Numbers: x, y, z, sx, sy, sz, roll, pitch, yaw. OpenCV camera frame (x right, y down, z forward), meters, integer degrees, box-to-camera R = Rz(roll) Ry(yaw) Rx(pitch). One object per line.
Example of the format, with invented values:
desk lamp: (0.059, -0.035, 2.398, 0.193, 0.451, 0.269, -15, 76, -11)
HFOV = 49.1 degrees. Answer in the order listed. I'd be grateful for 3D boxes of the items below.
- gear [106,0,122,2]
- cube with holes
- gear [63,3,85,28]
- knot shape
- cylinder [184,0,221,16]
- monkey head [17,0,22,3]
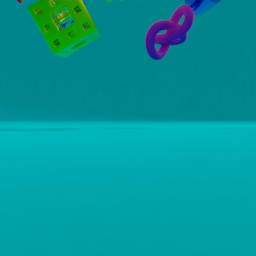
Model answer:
gear: (0.115, -3.783, 6.301, 2.069, 0.383, 2.069, -34, -5, -4)
cube with holes: (-1.296, -2.252, 6.026, 1.024, 1.024, 1.024, -28, 9, 5)
gear: (-1.555, -2.873, 7.506, 0.217, 1.176, 1.176, 36, 7, 7)
knot shape: (1.005, -2.416, 7.362, 1.449, 0.716, 1.549, -39, -2, -23)
cylinder: (1.990, -3.473, 7.429, 0.709, 0.709, 0.709, -1, -6, -29)
monkey head: (-2.470, -3.408, 5.843, 0.837, 1.389, 0.999, -22, 24, 13)
